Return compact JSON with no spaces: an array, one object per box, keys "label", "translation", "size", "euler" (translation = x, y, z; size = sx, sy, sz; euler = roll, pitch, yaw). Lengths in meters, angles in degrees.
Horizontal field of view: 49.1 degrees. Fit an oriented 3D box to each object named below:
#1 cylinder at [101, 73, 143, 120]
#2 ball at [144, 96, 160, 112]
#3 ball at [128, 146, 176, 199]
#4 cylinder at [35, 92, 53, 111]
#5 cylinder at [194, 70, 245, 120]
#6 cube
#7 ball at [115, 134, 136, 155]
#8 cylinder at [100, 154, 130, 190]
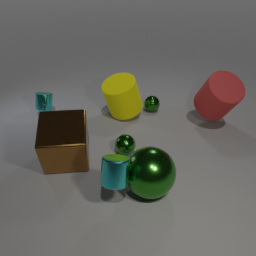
[{"label":"cylinder","translation":[-0.225,-1.290,11.423],"size":[1.400,1.400,1.400],"euler":[-10,44,10]},{"label":"ball","translation":[1.045,-1.060,12.223],"size":[0.700,0.700,0.700],"euler":[0,30,0]},{"label":"ball","translation":[0.594,1.197,7.554],"size":[1.400,1.400,1.400],"euler":[0,30,0]},{"label":"cylinder","translation":[-3.550,-1.127,11.843],"size":[0.700,0.700,0.700],"euler":[5,14,-1]},{"label":"cylinder","translation":[3.382,-1.196,10.496],"size":[1.400,1.400,1.400],"euler":[5,65,-10]},{"label":"cube","translation":[-1.936,0.422,8.550],"size":[1.400,1.400,1.400],"euler":[-3,50,-6]},{"label":"ball","translation":[-0.094,0.556,9.391],"size":[0.700,0.700,0.700],"euler":[0,30,0]},{"label":"cylinder","translation":[-0.319,1.075,6.956],"size":[0.700,0.700,0.700],"euler":[4,11,-1]}]
